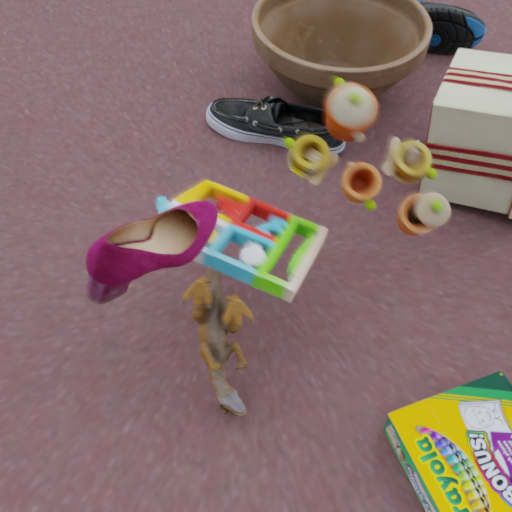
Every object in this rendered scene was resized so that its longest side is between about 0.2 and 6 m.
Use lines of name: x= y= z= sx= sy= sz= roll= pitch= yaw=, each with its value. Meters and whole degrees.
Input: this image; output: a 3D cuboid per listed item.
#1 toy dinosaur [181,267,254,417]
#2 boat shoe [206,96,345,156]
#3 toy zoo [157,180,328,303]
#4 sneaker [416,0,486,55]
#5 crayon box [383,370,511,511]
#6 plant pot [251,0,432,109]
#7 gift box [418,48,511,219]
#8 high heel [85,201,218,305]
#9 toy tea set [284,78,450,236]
toy dinosaur: x=-0.520 y=0.604 z=6.747 sx=0.778 sy=1.369 sz=2.577 roll=0 pitch=70 yaw=-9
boat shoe: x=0.333 y=-2.374 z=9.632 sx=2.547 sy=0.721 sz=0.874 roll=17 pitch=54 yaw=13
toy zoo: x=-0.283 y=-0.298 z=6.737 sx=2.041 sy=0.209 sz=1.339 roll=24 pitch=41 yaw=10
sneaker: x=3.287 y=-4.871 z=11.395 sx=2.700 sy=0.988 sz=1.106 roll=13 pitch=53 yaw=10
crayon box: x=2.489 y=2.337 z=6.125 sx=1.520 sy=0.513 sz=1.762 roll=-17 pitch=54 yaw=-12
plant pot: x=1.465 y=-3.681 z=10.192 sx=3.117 sy=1.439 sz=3.117 roll=0 pitch=53 yaw=0
gift box: x=3.677 y=-1.675 z=8.391 sx=2.022 sy=1.998 sz=2.165 roll=15 pitch=56 yaw=20
high heel: x=-0.833 y=-0.223 z=5.179 sx=0.581 sy=0.829 sz=1.725 roll=39 pitch=48 yaw=6
toy tea set: x=1.451 y=-1.163 z=6.680 sx=2.141 sy=0.792 sz=1.273 roll=33 pitch=80 yaw=6
